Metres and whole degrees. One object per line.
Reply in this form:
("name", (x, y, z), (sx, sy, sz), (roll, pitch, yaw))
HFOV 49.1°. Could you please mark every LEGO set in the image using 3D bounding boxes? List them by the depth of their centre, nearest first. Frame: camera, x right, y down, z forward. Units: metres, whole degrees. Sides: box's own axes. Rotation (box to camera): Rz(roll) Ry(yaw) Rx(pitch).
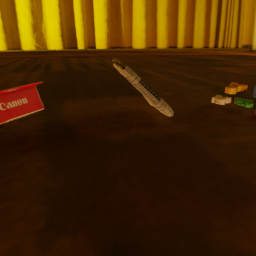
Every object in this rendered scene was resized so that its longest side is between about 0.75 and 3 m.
("LEGO set", (3.678, -1.019, 9.143), (0.932, 0.867, 2.272), (-15, 25, -37))

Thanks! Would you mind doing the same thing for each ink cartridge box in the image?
("ink cartridge box", (-3.046, -0.513, 6.950), (1.505, 0.719, 1.714), (-13, 11, 36))

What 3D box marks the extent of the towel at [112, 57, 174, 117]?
("towel", (0.354, -1.282, 8.644), (2.053, 0.368, 2.132), (41, 8, -22))
